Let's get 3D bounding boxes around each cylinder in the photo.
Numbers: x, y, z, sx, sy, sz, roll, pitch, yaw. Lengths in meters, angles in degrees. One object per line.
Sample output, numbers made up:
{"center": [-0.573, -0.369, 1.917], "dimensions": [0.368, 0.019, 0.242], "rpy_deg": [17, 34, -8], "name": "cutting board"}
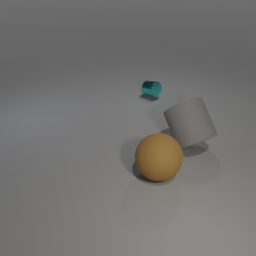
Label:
{"center": [2.098, -0.147, 9.494], "dimensions": [1.400, 1.400, 1.400], "rpy_deg": [-21, -6, -2], "name": "cylinder"}
{"center": [1.132, -1.900, 13.462], "dimensions": [0.700, 0.700, 0.700], "rpy_deg": [-24, 28, -36], "name": "cylinder"}

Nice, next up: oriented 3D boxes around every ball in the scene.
{"center": [0.902, 0.849, 8.225], "dimensions": [1.400, 1.400, 1.400], "rpy_deg": [0, 30, 0], "name": "ball"}
